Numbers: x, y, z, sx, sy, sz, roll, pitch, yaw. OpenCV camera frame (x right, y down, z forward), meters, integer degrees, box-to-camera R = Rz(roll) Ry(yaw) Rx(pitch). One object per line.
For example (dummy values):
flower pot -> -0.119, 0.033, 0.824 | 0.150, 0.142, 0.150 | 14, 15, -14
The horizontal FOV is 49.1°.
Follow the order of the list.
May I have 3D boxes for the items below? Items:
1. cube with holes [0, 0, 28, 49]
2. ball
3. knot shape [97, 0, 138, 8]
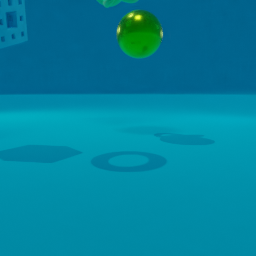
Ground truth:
cube with holes -> -2.585, -2.098, 5.301 | 0.894, 0.894, 0.894 | 13, 30, 12
ball -> 0.267, -2.164, 6.493 | 1.075, 1.075, 1.075 | 0, 8, 0
knot shape -> -0.316, -3.411, 7.119 | 1.220, 0.564, 1.141 | -7, 25, 5
